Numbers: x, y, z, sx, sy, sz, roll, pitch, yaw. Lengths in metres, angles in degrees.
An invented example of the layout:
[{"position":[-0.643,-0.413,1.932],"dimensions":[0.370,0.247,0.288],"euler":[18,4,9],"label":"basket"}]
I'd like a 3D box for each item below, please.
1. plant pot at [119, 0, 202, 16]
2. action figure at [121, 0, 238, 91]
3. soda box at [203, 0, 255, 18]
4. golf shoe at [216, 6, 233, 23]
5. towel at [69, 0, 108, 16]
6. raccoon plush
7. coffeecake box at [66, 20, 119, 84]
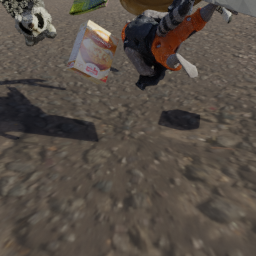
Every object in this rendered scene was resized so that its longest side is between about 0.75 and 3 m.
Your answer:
[{"position":[0.867,-3.235,6.350],"dimensions":[2.209,0.304,2.209],"euler":[-8,-9,-1],"label":"plant pot"},{"position":[0.738,-2.003,5.281],"dimensions":[1.312,2.509,2.427],"euler":[25,-3,-36],"label":"action figure"},{"position":[2.485,-1.844,3.595],"dimensions":[2.904,0.991,0.921],"euler":[16,48,-4],"label":"soda box"},{"position":[2.924,-3.843,8.910],"dimensions":[0.564,1.193,0.464],"euler":[-15,-8,-5],"label":"golf shoe"},{"position":[-0.645,-3.050,5.614],"dimensions":[1.119,1.558,0.177],"euler":[5,-12,41],"label":"towel"},{"position":[-2.678,-3.603,8.065],"dimensions":[1.272,1.762,2.630],"euler":[-12,42,17],"label":"raccoon plush"},{"position":[-0.710,-1.523,5.742],"dimensions":[0.778,1.013,0.370],"euler":[22,-9,-35],"label":"coffeecake box"}]
